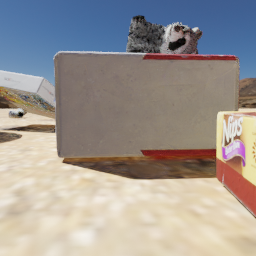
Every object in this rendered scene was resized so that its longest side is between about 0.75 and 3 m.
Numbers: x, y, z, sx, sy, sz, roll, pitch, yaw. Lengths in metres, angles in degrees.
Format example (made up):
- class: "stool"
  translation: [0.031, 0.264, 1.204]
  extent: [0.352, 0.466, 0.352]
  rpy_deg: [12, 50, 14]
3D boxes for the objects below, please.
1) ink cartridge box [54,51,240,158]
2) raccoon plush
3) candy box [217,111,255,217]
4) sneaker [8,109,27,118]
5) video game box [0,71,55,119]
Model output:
- class: "ink cartridge box"
  translation: [0.108, -0.370, 4.631]
  extent: [2.178, 1.230, 2.967]
  rpy_deg: [0, 5, -5]
- class: "raccoon plush"
  translation: [0.576, -1.367, 4.855]
  extent: [1.141, 0.824, 1.703]
  rpy_deg: [9, 5, 0]
- class: "candy box"
  translation: [1.753, 0.206, 1.555]
  extent: [2.180, 0.615, 1.272]
  rpy_deg: [-1, 5, 3]
- class: "sneaker"
  translation: [-5.221, -0.676, 13.661]
  extent: [0.570, 0.469, 1.239]
  rpy_deg: [9, 14, 13]
- class: "video game box"
  translation: [-2.738, -0.880, 8.166]
  extent: [2.311, 0.541, 2.105]
  rpy_deg: [13, -14, 26]
